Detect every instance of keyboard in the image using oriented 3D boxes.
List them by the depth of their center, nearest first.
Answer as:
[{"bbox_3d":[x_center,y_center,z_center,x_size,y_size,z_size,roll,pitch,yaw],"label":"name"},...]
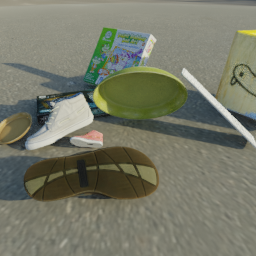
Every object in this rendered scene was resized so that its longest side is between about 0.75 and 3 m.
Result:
[{"bbox_3d":[2.575,-0.583,7.913,2.941,0.157,0.828,43,20,-5],"label":"keyboard"}]

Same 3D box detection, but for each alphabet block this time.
[{"bbox_3d":[4.571,-1.721,9.113,2.360,2.416,2.373,26,31,30],"label":"alphabet block"}]

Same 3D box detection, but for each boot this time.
[{"bbox_3d":[-2.080,-0.258,8.004,2.114,1.010,0.777,-29,24,-22],"label":"boot"}]

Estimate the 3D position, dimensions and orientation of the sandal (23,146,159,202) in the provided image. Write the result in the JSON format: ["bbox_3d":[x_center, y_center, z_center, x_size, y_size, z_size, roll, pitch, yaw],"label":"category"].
[{"bbox_3d":[-0.747,1.066,6.093,2.816,1.151,0.769,-7,-10,-8],"label":"sandal"}]

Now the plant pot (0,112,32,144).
[{"bbox_3d":[-3.394,0.024,8.340,1.247,0.171,1.247,-12,43,12],"label":"plant pot"}]

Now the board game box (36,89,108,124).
[{"bbox_3d":[-1.892,-0.844,9.974,2.616,0.368,1.769,-9,29,-13],"label":"board game box"}]

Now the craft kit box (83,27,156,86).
[{"bbox_3d":[-0.404,-2.748,11.482,2.524,2.493,0.612,21,-3,33],"label":"craft kit box"}]

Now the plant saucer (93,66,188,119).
[{"bbox_3d":[0.352,-1.018,8.257,2.753,2.753,0.428,0,67,1],"label":"plant saucer"}]

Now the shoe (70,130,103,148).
[{"bbox_3d":[-1.136,0.280,7.768,0.895,0.320,0.407,9,51,-11],"label":"shoe"}]
